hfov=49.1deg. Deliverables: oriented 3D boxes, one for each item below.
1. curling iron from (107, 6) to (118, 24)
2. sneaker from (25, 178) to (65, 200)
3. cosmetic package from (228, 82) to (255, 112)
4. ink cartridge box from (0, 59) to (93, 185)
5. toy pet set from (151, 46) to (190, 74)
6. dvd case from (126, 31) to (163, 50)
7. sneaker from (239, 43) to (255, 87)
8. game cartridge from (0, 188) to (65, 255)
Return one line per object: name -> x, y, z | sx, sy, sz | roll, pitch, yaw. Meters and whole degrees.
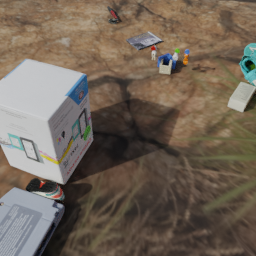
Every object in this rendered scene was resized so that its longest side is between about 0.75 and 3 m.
curling iron -> -0.775, -5.195, 12.731 | 0.431, 0.222, 1.738 | -8, 47, -7
sneaker -> -1.866, 1.443, 6.329 | 1.072, 0.501, 0.377 | -3, 42, 37
cosmetic package -> 3.500, -0.962, 8.608 | 0.517, 0.349, 0.982 | 28, 52, 24
ink cartridge box -> -1.916, -0.113, 6.519 | 1.602, 2.194, 1.610 | 17, 49, 14
toy pet set -> 1.423, -2.432, 9.465 | 1.238, 1.156, 0.658 | 10, 56, 9
dvd case -> 0.647, -3.503, 11.208 | 1.187, 0.095, 0.882 | -25, 51, -22
sneaker -> 4.163, -2.191, 9.248 | 0.888, 0.864, 2.229 | 26, 45, -14
game cartridge -> -2.397, 2.268, 5.506 | 1.456, 0.442, 2.184 | 17, 48, 12
